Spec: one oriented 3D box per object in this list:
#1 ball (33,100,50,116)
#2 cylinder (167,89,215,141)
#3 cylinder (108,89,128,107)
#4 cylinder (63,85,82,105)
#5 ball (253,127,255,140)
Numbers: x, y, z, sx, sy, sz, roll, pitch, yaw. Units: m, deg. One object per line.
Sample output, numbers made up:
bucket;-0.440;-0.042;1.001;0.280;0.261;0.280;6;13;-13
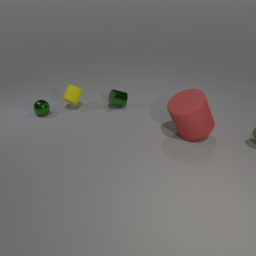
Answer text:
ball;-3.802;-0.897;12.342;0.700;0.700;0.700;0;29;0
cylinder;2.339;-0.489;10.372;1.400;1.400;1.400;-20;37;16
cylinder;-0.466;-1.388;13.000;0.700;0.700;0.700;10;22;-29
cylinder;-2.538;-1.516;12.825;0.700;0.700;0.700;20;-9;3
ball;4.754;0.202;9.798;0.700;0.700;0.700;0;29;0
